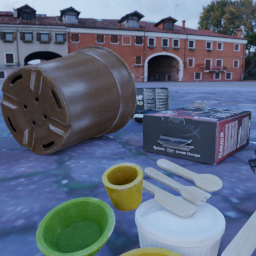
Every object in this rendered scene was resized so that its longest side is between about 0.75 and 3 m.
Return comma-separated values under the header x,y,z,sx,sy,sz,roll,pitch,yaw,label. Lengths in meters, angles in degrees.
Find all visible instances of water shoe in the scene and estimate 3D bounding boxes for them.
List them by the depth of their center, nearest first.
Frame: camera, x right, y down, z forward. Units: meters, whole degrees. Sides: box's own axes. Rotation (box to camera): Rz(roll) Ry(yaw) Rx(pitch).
x,y,z,sx,sy,sz,roll,pitch,yaw,label
0.868,-0.470,9.840,1.362,0.487,0.538,4,53,15,water shoe

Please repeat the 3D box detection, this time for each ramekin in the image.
x,y,z,sx,sy,sz,roll,pitch,yaw,label
0.470,0.979,2.624,0.829,0.386,0.829,0,11,0,ramekin

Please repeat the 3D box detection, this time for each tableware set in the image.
x,y,z,sx,sy,sz,roll,pitch,yaw,label
0.615,0.877,1.884,1.819,0.414,2.701,-29,34,-33,tableware set

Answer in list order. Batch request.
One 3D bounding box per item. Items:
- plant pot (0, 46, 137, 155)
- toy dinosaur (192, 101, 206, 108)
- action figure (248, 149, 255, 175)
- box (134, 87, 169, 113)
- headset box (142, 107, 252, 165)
x,y,z,sx,sy,sz,roll,pitch,yaw,label
-1.438,-0.650,6.719,2.484,2.484,2.459,5,19,27,plant pot
2.608,-0.637,9.911,1.186,0.600,0.345,23,35,35,toy dinosaur
1.951,0.712,3.196,0.854,0.733,1.437,-26,-50,37,action figure
0.255,-1.158,12.087,2.458,1.058,2.013,-3,4,-16,box
1.532,0.067,6.308,1.722,0.869,2.317,8,13,38,headset box
